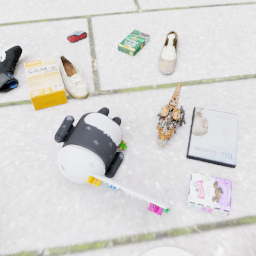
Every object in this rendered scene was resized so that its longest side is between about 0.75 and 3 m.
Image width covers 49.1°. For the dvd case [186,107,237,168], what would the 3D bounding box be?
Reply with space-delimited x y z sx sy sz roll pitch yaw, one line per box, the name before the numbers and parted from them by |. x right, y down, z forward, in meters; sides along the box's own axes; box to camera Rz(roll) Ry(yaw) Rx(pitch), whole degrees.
dvd case | 2.920 0.253 9.624 1.580 0.194 2.214 12 54 8

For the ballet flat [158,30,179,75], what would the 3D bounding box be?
ballet flat | 1.738 -3.311 11.931 0.822 0.812 2.414 7 54 6

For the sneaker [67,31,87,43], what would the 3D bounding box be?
sneaker | -2.410 -4.248 12.965 1.017 0.403 0.486 -24 46 -27

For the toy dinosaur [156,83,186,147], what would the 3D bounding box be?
toy dinosaur | 1.477 -0.394 9.328 1.035 1.375 2.026 38 103 9

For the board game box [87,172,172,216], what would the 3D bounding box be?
board game box | 0.108 1.765 7.400 2.039 2.039 0.264 21 80 17

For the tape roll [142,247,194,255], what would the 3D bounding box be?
tape roll | 0.994 3.996 6.666 2.214 0.405 2.214 0 52 0

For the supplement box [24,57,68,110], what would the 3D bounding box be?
supplement box | -3.180 -1.757 10.788 1.276 0.745 2.025 -15 54 -12

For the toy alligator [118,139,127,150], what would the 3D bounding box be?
toy alligator | -0.238 0.497 9.421 0.263 0.241 0.887 -57 41 8

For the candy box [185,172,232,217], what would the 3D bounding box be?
candy box | 2.365 1.935 8.205 1.201 0.429 1.007 12 54 9

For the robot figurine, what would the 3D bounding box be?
robot figurine | -1.118 0.529 8.601 1.859 1.544 2.475 15 54 15

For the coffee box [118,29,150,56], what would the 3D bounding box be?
coffee box | 0.278 -3.861 12.651 0.892 0.319 1.450 28 58 20

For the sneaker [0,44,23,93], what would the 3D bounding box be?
sneaker | -4.693 -2.277 11.210 1.324 0.864 2.366 26 65 14

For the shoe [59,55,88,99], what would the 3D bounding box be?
shoe | -2.237 -2.055 11.100 0.809 0.617 2.313 -23 56 -16
